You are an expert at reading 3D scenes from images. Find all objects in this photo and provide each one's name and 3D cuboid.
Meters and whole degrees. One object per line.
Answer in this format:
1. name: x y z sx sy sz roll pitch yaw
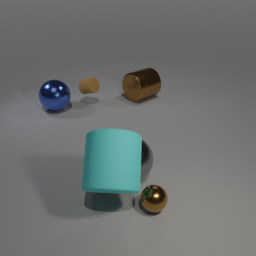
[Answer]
1. cylinder: -1.795 -1.941 12.924 0.700 0.700 0.700 -2 23 38
2. ball: -3.263 -1.458 12.501 1.400 1.400 1.400 0 29 0
3. cylinder: -0.382 0.860 6.900 1.400 1.400 1.400 2 74 1
4. ball: 0.052 0.928 8.307 1.400 1.400 1.400 0 29 0
5. ball: 0.677 1.817 7.239 0.700 0.700 0.700 0 29 0
6. cylinder: 0.665 -2.127 13.716 1.400 1.400 1.400 -23 37 -35
